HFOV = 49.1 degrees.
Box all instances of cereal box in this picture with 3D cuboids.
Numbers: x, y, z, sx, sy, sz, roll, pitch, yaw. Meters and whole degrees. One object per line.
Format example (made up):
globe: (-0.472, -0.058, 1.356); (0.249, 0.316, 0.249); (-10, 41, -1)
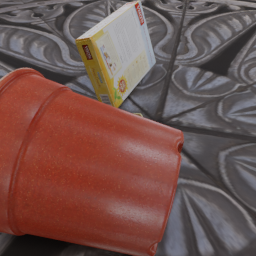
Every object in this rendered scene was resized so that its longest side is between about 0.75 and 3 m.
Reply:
cereal box: (-0.174, -2.161, 8.088); (0.570, 2.076, 2.886); (3, 39, 31)

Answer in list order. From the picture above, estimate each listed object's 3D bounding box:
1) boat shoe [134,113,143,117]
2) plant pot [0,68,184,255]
boat shoe: (-0.025, -0.186, 7.106); (0.814, 0.301, 0.270); (-16, -2, 5)
plant pot: (-0.645, 0.697, 4.575); (2.672, 2.748, 2.748); (15, 42, 5)
